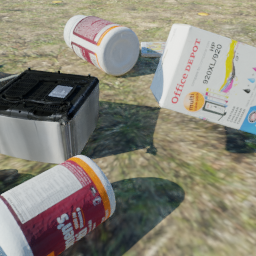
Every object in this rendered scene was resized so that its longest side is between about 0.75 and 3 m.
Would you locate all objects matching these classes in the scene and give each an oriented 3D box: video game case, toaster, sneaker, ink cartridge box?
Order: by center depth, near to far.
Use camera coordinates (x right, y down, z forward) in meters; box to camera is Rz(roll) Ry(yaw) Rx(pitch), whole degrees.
[{"bbox_3d":[1.477,-0.878,4.876,1.794,1.321,1.298,15,19,-9],"label":"ink cartridge box"},{"bbox_3d":[-1.892,-0.328,6.469,2.082,1.366,2.303,7,35,10],"label":"toaster"},{"bbox_3d":[-4.267,-1.121,8.269,1.184,0.834,2.229,19,30,35],"label":"sneaker"},{"bbox_3d":[1.387,-3.391,12.029,1.641,0.188,1.494,1,34,1],"label":"video game case"}]

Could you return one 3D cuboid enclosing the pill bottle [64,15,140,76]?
[{"bbox_3d":[-1.084,-3.176,10.387,1.679,1.679,2.941,-23,41,-30],"label":"pill bottle"}]

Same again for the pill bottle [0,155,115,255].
[{"bbox_3d":[-1.333,1.357,4.152,2.148,1.177,1.177,-28,43,-35],"label":"pill bottle"}]
